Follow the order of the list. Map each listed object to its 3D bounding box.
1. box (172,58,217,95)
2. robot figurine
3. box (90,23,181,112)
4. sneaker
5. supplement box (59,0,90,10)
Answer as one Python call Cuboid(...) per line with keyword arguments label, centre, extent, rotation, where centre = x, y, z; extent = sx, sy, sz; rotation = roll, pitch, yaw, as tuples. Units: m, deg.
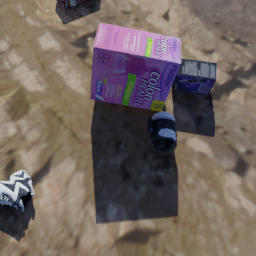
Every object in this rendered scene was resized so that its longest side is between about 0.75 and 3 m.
Cuboid(label="box", centre=(2.043, -1.596, 8.746), extent=(1.240, 0.918, 0.647), rotation=(8, 67, 5))
Cuboid(label="robot figurine", centre=(1.002, 0.096, 8.068), extent=(0.726, 0.874, 1.164), rotation=(-5, 64, 16))
Cuboid(label="box", centre=(0.136, -1.635, 7.955), extent=(2.239, 1.969, 1.082), rotation=(9, 54, -5))
Cuboid(label="sneaker", centre=(-3.120, 1.881, 7.262), extent=(1.501, 0.599, 0.977), rotation=(-29, 59, -24))
Cuboid(label="supplement box", centre=(-1.905, -5.196, 10.701), extent=(1.538, 0.468, 0.837), rotation=(-26, 68, -13))
